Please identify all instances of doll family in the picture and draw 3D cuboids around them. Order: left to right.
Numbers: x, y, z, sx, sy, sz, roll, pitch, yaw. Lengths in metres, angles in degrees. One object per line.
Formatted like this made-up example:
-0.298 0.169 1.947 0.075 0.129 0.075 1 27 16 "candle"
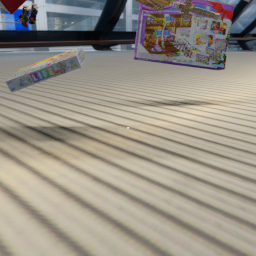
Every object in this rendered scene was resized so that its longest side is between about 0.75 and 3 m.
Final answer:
-2.710 -3.054 7.685 0.395 0.582 1.007 23 32 6 "doll family"

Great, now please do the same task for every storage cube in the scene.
-2.250 -3.142 4.758 1.387 1.458 1.622 36 -11 23 "storage cube"

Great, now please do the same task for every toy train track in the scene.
1.657 -2.830 6.811 1.116 0.640 0.181 21 53 12 "toy train track"

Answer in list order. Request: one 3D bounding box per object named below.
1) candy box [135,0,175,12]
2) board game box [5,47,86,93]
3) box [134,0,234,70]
0.373 -2.892 5.274 1.280 0.613 2.218 22 12 -11 "candy box"
-1.752 -1.315 6.162 1.582 0.271 1.063 -18 26 5 "board game box"
1.763 -3.042 8.935 2.972 2.033 0.581 6 7 -9 "box"
